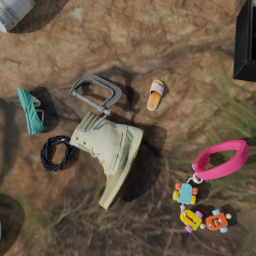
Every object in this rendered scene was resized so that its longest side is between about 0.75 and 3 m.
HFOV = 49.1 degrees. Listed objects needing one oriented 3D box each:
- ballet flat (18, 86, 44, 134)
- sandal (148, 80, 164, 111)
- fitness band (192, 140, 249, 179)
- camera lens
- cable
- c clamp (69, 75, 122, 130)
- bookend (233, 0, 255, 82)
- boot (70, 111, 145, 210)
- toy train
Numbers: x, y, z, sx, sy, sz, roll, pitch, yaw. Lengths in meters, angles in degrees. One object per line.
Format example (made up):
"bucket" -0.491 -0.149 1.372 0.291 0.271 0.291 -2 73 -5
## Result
"ballet flat" -3.497 -0.669 10.284 0.674 0.645 1.916 -12 72 -29
"sandal" 1.061 -1.269 10.521 0.486 0.364 1.269 14 74 4
"fitness band" 3.007 0.981 9.005 1.623 2.261 0.423 -19 98 34
"camera lens" -4.750 -4.890 11.054 1.429 1.429 1.787 33 76 9
"cable" -2.574 0.909 9.877 1.098 0.342 1.345 31 76 9
"c clamp" -1.264 -1.137 10.127 2.255 0.305 1.926 36 64 28
"bookend" 5.682 -3.193 10.599 2.896 1.334 2.877 9 73 2
"boot" -0.944 1.002 9.473 2.293 1.069 2.965 21 69 5
"toy train" 2.349 2.587 9.287 1.529 0.566 2.036 -23 78 -8
